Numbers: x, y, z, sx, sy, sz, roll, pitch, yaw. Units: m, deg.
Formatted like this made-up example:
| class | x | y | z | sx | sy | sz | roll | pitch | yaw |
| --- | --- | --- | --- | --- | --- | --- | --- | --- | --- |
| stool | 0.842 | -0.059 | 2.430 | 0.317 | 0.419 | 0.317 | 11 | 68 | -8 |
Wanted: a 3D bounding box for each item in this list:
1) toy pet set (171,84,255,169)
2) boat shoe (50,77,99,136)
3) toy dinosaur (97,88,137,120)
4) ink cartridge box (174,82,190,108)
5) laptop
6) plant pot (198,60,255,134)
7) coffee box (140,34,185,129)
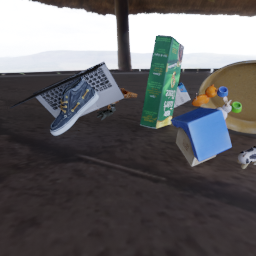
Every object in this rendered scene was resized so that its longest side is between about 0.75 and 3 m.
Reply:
| class | x | y | z | sx | sy | sz | roll | pitch | yaw |
| --- | --- | --- | --- | --- | --- | --- | --- | --- | --- |
| toy pet set | 1.794 | -0.190 | 5.406 | 1.871 | 1.064 | 2.004 | -21 | 56 | -13 |
| boat shoe | -1.642 | -0.604 | 7.618 | 1.694 | 0.769 | 0.599 | -45 | 37 | -5 |
| toy dinosaur | -0.628 | -0.946 | 9.159 | 1.927 | 0.984 | 1.308 | 14 | -28 | -17 |
| ink cartridge box | 1.874 | -1.257 | 11.188 | 0.984 | 0.711 | 0.414 | -27 | 21 | 11 |
| laptop | -1.416 | -0.713 | 7.521 | 2.234 | 2.386 | 1.383 | -21 | 51 | 10 |
| plant pot | 3.075 | -0.743 | 6.906 | 2.613 | 2.613 | 0.359 | 6 | 56 | 24 |
| coffee box | 1.051 | -1.281 | 8.191 | 0.550 | 2.500 | 1.537 | 13 | 10 | 22 |
